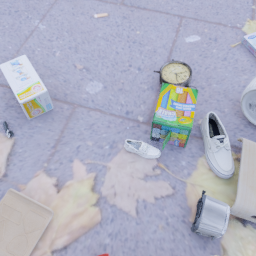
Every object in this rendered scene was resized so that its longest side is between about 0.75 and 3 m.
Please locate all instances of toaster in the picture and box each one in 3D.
[{"bbox_3d":[2.696,2.858,9.114,0.949,0.835,1.470,20,59,7],"label":"toaster"}]

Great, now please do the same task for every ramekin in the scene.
[{"bbox_3d":[5.362,-0.965,10.551,1.152,2.195,2.195,-37,66,-25],"label":"ramekin"}]

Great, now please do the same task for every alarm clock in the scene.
[{"bbox_3d":[2.178,-2.091,12.059,1.389,0.686,2.060,-33,57,-14],"label":"alarm clock"}]

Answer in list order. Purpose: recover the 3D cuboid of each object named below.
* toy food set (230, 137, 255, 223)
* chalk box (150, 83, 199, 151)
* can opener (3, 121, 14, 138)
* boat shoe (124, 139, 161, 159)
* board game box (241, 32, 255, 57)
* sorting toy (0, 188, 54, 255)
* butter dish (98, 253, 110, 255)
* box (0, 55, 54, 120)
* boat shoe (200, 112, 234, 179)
[{"bbox_3d":[4.668,1.885,9.791,2.086,0.878,2.907,20,62,-2],"label":"toy food set"},{"bbox_3d":[1.703,-0.267,10.614,1.462,1.472,2.358,12,61,8],"label":"chalk box"},{"bbox_3d":[-4.798,0.061,11.177,0.258,0.204,0.776,-6,53,-45],"label":"can opener"},{"bbox_3d":[0.538,0.766,10.544,1.431,0.496,0.507,14,60,8],"label":"boat shoe"},{"bbox_3d":[6.779,-3.966,13.447,1.848,0.380,1.844,-21,61,-12],"label":"board game box"},{"bbox_3d":[-4.049,3.070,9.222,2.681,0.395,1.982,24,67,10],"label":"sorting toy"},{"bbox_3d":[-0.653,4.364,8.276,1.081,0.799,1.078,-33,49,31],"label":"butter dish"},{"bbox_3d":[-4.154,-1.680,11.550,1.153,1.280,2.275,-29,63,-16],"label":"box"},{"bbox_3d":[3.378,0.566,10.453,0.929,0.849,2.583,-3,59,-2],"label":"boat shoe"}]
